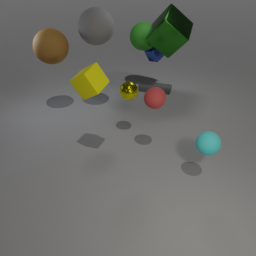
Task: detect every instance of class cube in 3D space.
[{"bbox_3d":[1.875,-4.342,12.600,1.400,1.400,1.400,35,51,-18],"label":"cube"},{"bbox_3d":[-1.117,-1.365,8.205,0.700,0.700,0.700,-15,30,40],"label":"cube"},{"bbox_3d":[1.446,-4.053,15.065,0.700,0.700,0.700,18,61,48],"label":"cube"}]

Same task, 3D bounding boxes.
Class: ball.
[{"bbox_3d":[0.789,-4.684,14.324,1.400,1.400,1.400,0,30,0],"label":"ball"},{"bbox_3d":[-1.236,-3.927,10.852,1.400,1.400,1.400,0,30,0],"label":"ball"},{"bbox_3d":[2.319,0.444,8.091,0.700,0.700,0.700,0,30,0],"label":"ball"},{"bbox_3d":[0.859,-0.958,8.936,0.700,0.700,0.700,0,30,0],"label":"ball"},{"bbox_3d":[-3.089,-3.273,11.243,1.400,1.400,1.400,0,30,0],"label":"ball"},{"bbox_3d":[0.036,-1.350,10.218,0.700,0.700,0.700,0,30,0],"label":"ball"}]
